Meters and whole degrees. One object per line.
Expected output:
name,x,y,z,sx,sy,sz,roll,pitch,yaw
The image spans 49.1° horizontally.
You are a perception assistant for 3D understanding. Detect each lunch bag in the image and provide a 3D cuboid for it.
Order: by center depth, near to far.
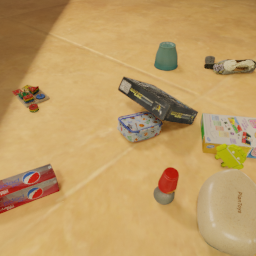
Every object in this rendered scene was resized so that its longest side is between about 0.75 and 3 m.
lunch bag,0.383,-0.109,10.310,1.552,0.586,1.243,-12,38,-29

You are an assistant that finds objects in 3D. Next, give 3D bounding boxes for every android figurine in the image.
android figurine,3.214,0.889,8.721,0.217,1.056,0.962,-38,90,-35

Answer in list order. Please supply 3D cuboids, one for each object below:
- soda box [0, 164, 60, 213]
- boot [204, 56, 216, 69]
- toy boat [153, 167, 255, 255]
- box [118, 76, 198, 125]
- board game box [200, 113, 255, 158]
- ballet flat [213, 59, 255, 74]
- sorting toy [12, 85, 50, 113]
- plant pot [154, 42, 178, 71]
soda box,-3.058,1.757,8.051,1.994,0.632,0.698,-18,41,-20
boot,4.522,-3.459,14.831,1.005,0.401,1.106,15,34,15
toy boat,2.112,1.978,7.454,2.876,1.336,2.417,20,47,12
box,1.136,-1.042,10.706,2.009,0.650,2.548,4,28,-48
board game box,3.862,0.253,10.052,2.353,0.475,1.801,6,39,7
ballet flat,5.390,-3.130,13.937,2.212,0.796,0.796,-3,39,-5
sorting toy,-4.246,-1.488,12.312,1.089,0.382,2.259,-27,46,-30
plant pot,2.005,-3.780,14.528,1.263,1.186,1.263,0,38,0
